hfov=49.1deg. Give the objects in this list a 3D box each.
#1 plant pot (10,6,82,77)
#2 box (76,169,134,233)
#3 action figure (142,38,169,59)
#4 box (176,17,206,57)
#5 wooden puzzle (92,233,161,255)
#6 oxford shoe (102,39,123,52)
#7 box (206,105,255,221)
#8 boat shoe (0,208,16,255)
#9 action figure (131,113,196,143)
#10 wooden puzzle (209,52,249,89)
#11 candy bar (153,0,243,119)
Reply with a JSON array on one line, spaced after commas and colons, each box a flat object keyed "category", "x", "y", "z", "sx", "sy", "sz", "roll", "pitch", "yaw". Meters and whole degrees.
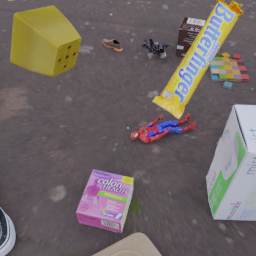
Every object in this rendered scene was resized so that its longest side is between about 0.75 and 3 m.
[{"category": "plant pot", "x": -1.682, "y": -1.768, "z": 6.000, "sx": 1.009, "sy": 1.143, "sz": 1.143, "roll": 35, "pitch": 41, "yaw": 11}, {"category": "box", "x": -0.444, "y": 1.513, "z": 5.874, "sx": 0.928, "sy": 0.510, "sz": 1.055, "roll": 11, "pitch": 48, "yaw": 10}, {"category": "action figure", "x": 0.973, "y": -2.672, "z": 9.636, "sx": 0.705, "sy": 0.605, "sz": 1.186, "roll": 0, "pitch": -1, "yaw": 37}, {"category": "box", "x": 2.227, "y": -3.095, "z": 9.694, "sx": 0.883, "sy": 1.064, "sz": 0.874, "roll": 14, "pitch": 50, "yaw": 13}, {"category": "wooden puzzle", "x": -0.221, "y": 2.831, "z": 4.304, "sx": 2.292, "sy": 0.531, "sz": 2.123, "roll": -17, "pitch": 25, "yaw": -20}, {"category": "oxford shoe", "x": -0.564, "y": -3.111, "z": 10.204, "sx": 0.919, "sy": 0.335, "sz": 0.328, "roll": 28, "pitch": 53, "yaw": 23}, {"category": "box", "x": 2.797, "y": 0.751, "z": 5.316, "sx": 2.083, "sy": 2.360, "sz": 1.141, "roll": 2, "pitch": 48, "yaw": 0}, {"category": "boat shoe", "x": -3.119, "y": 1.527, "z": 5.644, "sx": 0.895, "sy": 0.828, "sz": 2.425, "roll": -30, "pitch": 54, "yaw": -24}, {"category": "action figure", "x": 0.892, "y": 0.003, "z": 7.344, "sx": 1.726, "sy": 0.446, "sz": 0.564, "roll": -16, "pitch": 52, "yaw": -11}, {"category": "wooden puzzle", "x": 3.308, "y": -1.974, "z": 9.300, "sx": 1.165, "sy": 0.138, "sz": 1.965, "roll": 3, "pitch": 48, "yaw": 3}, {"category": "candy bar", "x": 1.206, "y": -1.216, "z": 4.761, "sx": 0.548, "sy": 0.243, "sz": 2.197, "roll": 32, "pitch": 91, "yaw": 9}]
